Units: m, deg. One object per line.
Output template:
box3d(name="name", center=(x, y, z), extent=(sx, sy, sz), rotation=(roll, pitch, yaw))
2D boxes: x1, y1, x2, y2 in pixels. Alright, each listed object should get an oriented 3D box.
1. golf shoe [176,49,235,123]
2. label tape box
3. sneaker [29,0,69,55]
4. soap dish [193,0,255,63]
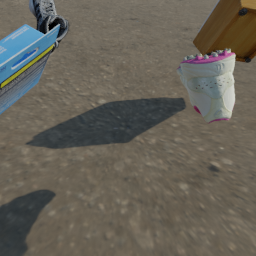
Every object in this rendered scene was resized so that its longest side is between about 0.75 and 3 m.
box3d(name="golf shoe", center=(1.351, -0.698, 4.891), extent=(0.912, 1.108, 2.420), rotation=(-10, 7, 16))
box3d(name="label tape box", center=(-2.165, -1.034, 4.929), extent=(0.711, 2.151, 1.541), rotation=(43, 59, -7))
box3d(name="sneaker", center=(-2.484, -3.606, 8.986), extent=(0.914, 2.423, 1.379), rotation=(-2, 1, -40))
box3d(name="soap dish", center=(3.367, -2.980, 8.169), extent=(2.016, 2.563, 1.041), rotation=(5, 68, -11))
